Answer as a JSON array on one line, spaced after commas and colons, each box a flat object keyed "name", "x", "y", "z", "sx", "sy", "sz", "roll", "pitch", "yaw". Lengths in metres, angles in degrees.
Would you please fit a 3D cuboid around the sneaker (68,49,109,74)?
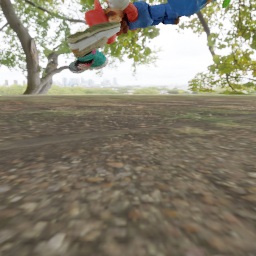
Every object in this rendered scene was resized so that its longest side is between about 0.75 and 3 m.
[{"name": "sneaker", "x": -1.726, "y": -2.568, "z": 10.262, "sx": 1.807, "sy": 0.756, "sz": 1.091, "roll": -4, "pitch": -29, "yaw": 31}]

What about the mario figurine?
[{"name": "mario figurine", "x": 0.131, "y": -3.673, "z": 8.521, "sx": 2.966, "sy": 1.572, "sz": 1.831, "roll": -11, "pitch": -35, "yaw": -6}]

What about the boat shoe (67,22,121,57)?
[{"name": "boat shoe", "x": -0.877, "y": -2.438, "z": 7.614, "sx": 1.629, "sy": 0.557, "sz": 0.609, "roll": -29, "pitch": 38, "yaw": -25}]

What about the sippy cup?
[{"name": "sippy cup", "x": 1.651, "y": -3.527, "z": 7.035, "sx": 1.742, "sy": 1.368, "sz": 1.277, "roll": 9, "pitch": 51, "yaw": 50}]
